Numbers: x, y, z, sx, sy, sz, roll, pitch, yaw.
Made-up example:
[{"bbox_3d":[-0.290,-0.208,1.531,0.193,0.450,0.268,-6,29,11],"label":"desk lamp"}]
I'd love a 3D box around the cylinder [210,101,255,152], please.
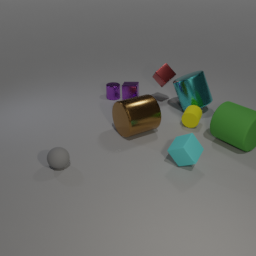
[{"bbox_3d":[3.894,-0.079,9.922,1.400,1.400,1.400,-20,35,-33],"label":"cylinder"}]

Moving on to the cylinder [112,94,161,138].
[{"bbox_3d":[0.317,-0.474,10.685,1.400,1.400,1.400,-16,33,-26],"label":"cylinder"}]

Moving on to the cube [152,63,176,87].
[{"bbox_3d":[1.664,-2.427,12.932,0.700,0.700,0.700,-41,0,-11],"label":"cube"}]

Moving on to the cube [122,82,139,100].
[{"bbox_3d":[0.123,-1.690,12.803,0.700,0.700,0.700,2,25,9],"label":"cube"}]

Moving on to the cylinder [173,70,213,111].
[{"bbox_3d":[2.871,-1.646,12.428,1.400,1.400,1.400,-21,14,5],"label":"cylinder"}]

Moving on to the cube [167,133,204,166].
[{"bbox_3d":[1.803,0.684,8.764,0.700,0.700,0.700,-18,25,50],"label":"cube"}]

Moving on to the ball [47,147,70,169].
[{"bbox_3d":[-2.202,0.944,8.851,0.700,0.700,0.700,0,29,0],"label":"ball"}]

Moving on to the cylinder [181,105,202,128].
[{"bbox_3d":[2.591,-0.471,11.355,0.700,0.700,0.700,12,35,21],"label":"cylinder"}]

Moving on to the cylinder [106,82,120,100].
[{"bbox_3d":[-0.732,-1.830,13.904,0.700,0.700,0.700,0,29,0],"label":"cylinder"}]
